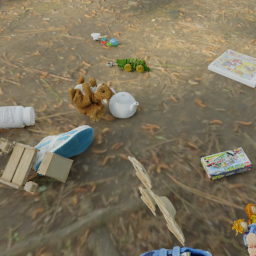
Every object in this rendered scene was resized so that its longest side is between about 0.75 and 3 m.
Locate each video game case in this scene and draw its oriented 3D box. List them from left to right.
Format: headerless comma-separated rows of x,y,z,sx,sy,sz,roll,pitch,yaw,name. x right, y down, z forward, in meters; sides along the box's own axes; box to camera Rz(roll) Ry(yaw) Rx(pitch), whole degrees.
5.484,-2.980,13.656,2.386,0.273,2.171,30,51,28,video game case

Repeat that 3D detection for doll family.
3.466,2.719,7.221,1.372,0.996,2.210,41,47,13,doll family

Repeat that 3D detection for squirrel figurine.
-1.267,-1.106,10.677,1.504,1.611,1.140,3,29,16,squirrel figurine

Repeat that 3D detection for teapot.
-0.227,-1.044,11.205,1.202,0.878,1.186,-3,44,-2,teapot

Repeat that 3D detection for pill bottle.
-4.338,-0.406,10.573,1.463,0.829,0.829,-3,44,-4,pill bottle

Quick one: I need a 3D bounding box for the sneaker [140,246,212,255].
1.142,3.246,6.791,1.974,0.812,0.730,-1,46,1,sneaker

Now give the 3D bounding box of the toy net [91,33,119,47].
-1.407,-4.856,15.605,1.740,0.336,0.913,23,51,25,toy net

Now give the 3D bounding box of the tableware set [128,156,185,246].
0.712,1.887,7.179,0.276,2.375,1.984,-32,44,-12,tableware set

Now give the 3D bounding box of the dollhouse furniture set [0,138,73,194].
-3.265,1.226,8.922,2.541,1.125,1.317,12,75,24,dollhouse furniture set

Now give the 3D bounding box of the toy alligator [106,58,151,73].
0.010,-3.151,13.641,2.241,0.538,0.743,7,44,7,toy alligator

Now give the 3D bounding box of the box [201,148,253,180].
3.228,1.172,9.198,1.426,0.248,0.785,-14,50,-7,box

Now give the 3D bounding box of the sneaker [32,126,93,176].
-2.264,0.547,9.531,2.475,0.947,1.000,-32,46,-33,sneaker
